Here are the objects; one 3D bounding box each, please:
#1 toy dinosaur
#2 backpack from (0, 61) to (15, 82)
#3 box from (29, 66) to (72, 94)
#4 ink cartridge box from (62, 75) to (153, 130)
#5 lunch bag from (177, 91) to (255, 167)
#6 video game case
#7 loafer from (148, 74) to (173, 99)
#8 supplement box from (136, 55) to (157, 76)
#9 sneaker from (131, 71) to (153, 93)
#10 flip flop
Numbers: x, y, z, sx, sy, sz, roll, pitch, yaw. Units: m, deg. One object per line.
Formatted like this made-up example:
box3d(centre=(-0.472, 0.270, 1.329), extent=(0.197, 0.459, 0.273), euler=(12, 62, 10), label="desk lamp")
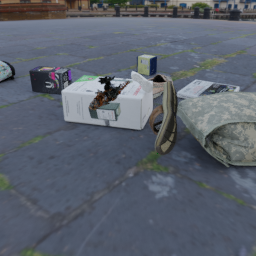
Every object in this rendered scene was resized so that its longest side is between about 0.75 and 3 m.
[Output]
box3d(centre=(-0.512, -0.966, 7.530), extent=(0.642, 0.854, 1.258), euler=(31, 68, 9), label="toy dinosaur")
box3d(centre=(-6.933, -2.911, 14.536), extent=(1.396, 1.059, 1.673), euler=(17, 34, 24), label="backpack")
box3d(centre=(-3.630, -2.272, 13.247), extent=(1.716, 1.049, 0.910), euler=(6, 27, 13), label="box")
box3d(centre=(-0.653, -1.050, 10.594), extent=(2.950, 1.240, 2.153), euler=(7, 27, 13), label="ink cartridge box")
box3d(centre=(2.959, -0.042, 8.191), extent=(2.778, 1.633, 2.279), euler=(1, 26, -9), label="lunch bag")
box3d(centre=(3.740, -1.666, 12.931), extent=(2.192, 0.282, 2.411), euler=(15, 30, 29), label="video game case")
box3d(centre=(1.459, -2.121, 13.173), extent=(0.971, 0.849, 2.700), euler=(14, 30, 26), label="loafer")
box3d(centre=(1.065, -3.602, 15.977), extent=(0.980, 0.981, 0.658), euler=(19, 32, 32), label="supplement box")
box3d(centre=(0.480, -1.584, 9.404), extent=(0.354, 0.941, 0.416), euler=(-41, 27, 18), label="sneaker")
box3d(centre=(0.898, -0.284, 7.345), extent=(0.645, 0.909, 2.242), euler=(-5, 55, 21), label="flip flop")
